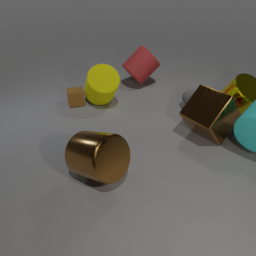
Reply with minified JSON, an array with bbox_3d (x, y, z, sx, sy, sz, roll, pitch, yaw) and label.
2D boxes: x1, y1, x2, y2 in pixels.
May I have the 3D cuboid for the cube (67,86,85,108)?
[{"bbox_3d":[-2.389,-1.424,12.816,0.700,0.700,0.700,-9,32,-15],"label":"cube"}]

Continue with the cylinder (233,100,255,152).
[{"bbox_3d":[4.407,-0.139,9.096,1.400,1.400,1.400,27,51,36],"label":"cylinder"}]

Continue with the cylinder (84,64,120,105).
[{"bbox_3d":[-1.174,-1.899,12.423,1.400,1.400,1.400,4,72,-13],"label":"cylinder"}]

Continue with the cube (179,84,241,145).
[{"bbox_3d":[2.987,-0.480,10.147,1.400,1.400,1.400,33,84,42],"label":"cube"}]

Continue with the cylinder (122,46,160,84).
[{"bbox_3d":[0.669,-3.202,14.271,1.400,1.400,1.400,-45,38,6],"label":"cylinder"}]

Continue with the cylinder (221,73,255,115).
[{"bbox_3d":[4.557,-1.272,11.462,1.400,1.400,1.400,8,62,-16],"label":"cylinder"}]

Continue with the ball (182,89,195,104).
[{"bbox_3d":[2.733,-1.347,12.344,0.700,0.700,0.700,0,32,0],"label":"ball"}]

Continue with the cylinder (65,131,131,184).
[{"bbox_3d":[-0.887,0.813,8.183,1.400,1.400,1.400,4,27,45],"label":"cylinder"}]
